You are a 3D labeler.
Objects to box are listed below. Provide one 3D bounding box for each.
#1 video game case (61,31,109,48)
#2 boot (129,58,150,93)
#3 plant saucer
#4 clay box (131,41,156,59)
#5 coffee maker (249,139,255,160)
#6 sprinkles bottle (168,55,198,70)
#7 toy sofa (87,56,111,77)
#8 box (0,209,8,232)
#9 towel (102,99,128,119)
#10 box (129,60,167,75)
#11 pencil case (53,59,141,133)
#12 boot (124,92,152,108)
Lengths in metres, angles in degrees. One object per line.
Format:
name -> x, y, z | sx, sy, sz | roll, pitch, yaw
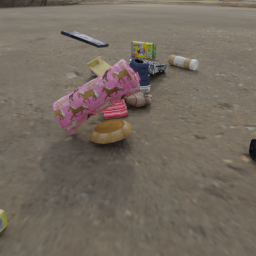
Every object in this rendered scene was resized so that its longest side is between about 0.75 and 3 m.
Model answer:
video game case -> -1.373, -2.878, 9.067 | 1.324, 0.126, 0.946 | 21, 22, 7
boot -> 0.343, -2.708, 13.107 | 1.056, 1.312, 2.904 | -8, 27, -18
plant saucer -> -0.557, 0.040, 8.935 | 1.403, 0.248, 1.403 | -10, 24, 5
clay box -> 0.973, -4.829, 17.383 | 1.575, 0.905, 0.375 | 16, 33, 27
coffee maker -> 4.044, 0.637, 8.152 | 0.922, 0.621, 0.885 | 4, 4, 4
sprinkles bottle -> 3.065, -3.676, 15.674 | 1.687, 0.576, 0.576 | 25, 38, 37
toy sofa -> -1.141, -2.679, 13.805 | 0.880, 1.037, 2.124 | -33, 38, -9
box -> -3.511, 1.867, 6.003 | 1.780, 0.446, 0.670 | 11, 31, 20
towel -> -0.579, -0.974, 10.653 | 0.969, 0.151, 1.340 | -7, 61, -16
box -> 1.038, -3.175, 14.405 | 1.440, 0.454, 1.826 | 18, 20, 20
pencil case -> -0.950, -0.985, 8.852 | 2.874, 1.190, 1.243 | -31, 25, 11
boot -> 0.353, -1.324, 11.606 | 1.269, 0.610, 1.736 | 6, 31, -1
